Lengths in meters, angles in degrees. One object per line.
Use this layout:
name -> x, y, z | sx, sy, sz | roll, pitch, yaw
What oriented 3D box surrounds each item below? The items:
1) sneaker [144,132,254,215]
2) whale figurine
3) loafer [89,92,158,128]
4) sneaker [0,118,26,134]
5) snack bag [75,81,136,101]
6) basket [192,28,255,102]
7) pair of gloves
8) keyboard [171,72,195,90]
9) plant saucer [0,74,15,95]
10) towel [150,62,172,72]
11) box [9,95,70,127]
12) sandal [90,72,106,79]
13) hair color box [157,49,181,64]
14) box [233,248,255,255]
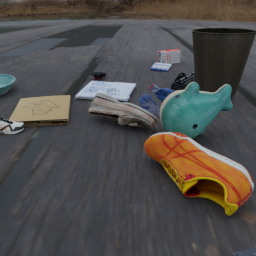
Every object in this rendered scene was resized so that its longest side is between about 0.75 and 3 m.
sneaker -> 1.202, 0.812, 5.834 | 1.007, 0.953, 2.611 | -38, 39, -25
whale figurine -> 1.934, -0.427, 7.536 | 2.102, 1.672, 1.090 | -18, 33, -3
loafer -> -0.210, -0.387, 8.642 | 2.373, 0.853, 0.746 | 24, 75, 31
sneaker -> -3.629, -0.084, 8.213 | 1.181, 0.473, 0.435 | -3, 24, -10
snack bag -> -0.815, -1.520, 11.472 | 2.144, 0.229, 2.021 | 4, 27, 10
basket -> 3.357, -2.287, 10.374 | 2.298, 2.549, 1.733 | -3, 26, -9
pair of gloves -> 0.849, -0.806, 8.094 | 0.883, 1.098, 0.125 | 36, 41, -8
keyboard -> 2.984, -2.267, 12.882 | 1.765, 0.377, 2.940 | 17, 29, 31
plant saucer -> -5.964, -1.680, 11.530 | 2.584, 0.464, 2.584 | -1, 26, 0
towel -> 1.814, -3.328, 15.324 | 0.975, 0.158, 1.327 | 10, 29, 15
box -> -2.929, -0.615, 9.577 | 1.828, 0.238, 2.236 | -4, 27, -8
sandal -> -1.407, -2.524, 13.556 | 0.534, 0.321, 1.423 | 11, 13, 11
hair color box -> 2.367, -4.120, 16.267 | 1.361, 0.755, 0.435 | -12, 28, -25
box -> 2.385, 2.119, 3.775 | 1.498, 0.326, 1.200 | -6, 26, -12
